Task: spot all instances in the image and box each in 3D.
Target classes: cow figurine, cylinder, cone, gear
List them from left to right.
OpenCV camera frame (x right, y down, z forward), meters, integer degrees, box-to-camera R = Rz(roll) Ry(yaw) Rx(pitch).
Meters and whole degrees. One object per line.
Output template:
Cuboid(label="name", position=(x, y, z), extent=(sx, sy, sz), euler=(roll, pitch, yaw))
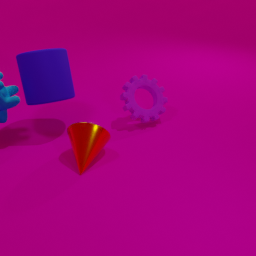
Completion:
Cuboid(label="cow figurine", position=(-3.442, -0.678, 7.116), extent=(1.357, 1.379, 0.757), euler=(-24, 57, 6))
Cuboid(label="cylinder", position=(-2.216, -1.391, 7.634), extent=(1.337, 1.337, 1.337), euler=(-8, 12, 2))
Cuboid(label="cone", position=(-1.016, 0.603, 6.605), extent=(1.078, 1.078, 1.082), euler=(4, 58, 6))
Cuboid(label="gear", position=(0.475, -0.857, 8.211), extent=(1.403, 1.403, 0.259), euler=(-17, -7, -25))
